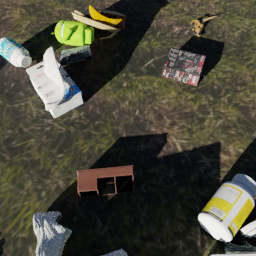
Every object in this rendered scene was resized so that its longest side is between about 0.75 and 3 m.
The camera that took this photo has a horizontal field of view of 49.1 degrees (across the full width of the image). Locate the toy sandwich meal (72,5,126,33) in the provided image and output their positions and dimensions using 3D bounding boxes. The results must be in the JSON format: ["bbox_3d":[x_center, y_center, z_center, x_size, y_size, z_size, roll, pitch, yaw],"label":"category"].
[{"bbox_3d":[-1.305,-5.214,13.122,2.639,0.904,2.639,17,20,-6],"label":"toy sandwich meal"}]

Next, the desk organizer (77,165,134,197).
[{"bbox_3d":[-0.728,1.801,9.423,1.893,0.679,0.729,-5,60,-3],"label":"desk organizer"}]

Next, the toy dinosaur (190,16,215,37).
[{"bbox_3d":[3.630,-5.185,14.101,0.893,0.508,1.682,32,68,-5],"label":"toy dinosaur"}]

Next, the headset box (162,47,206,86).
[{"bbox_3d":[2.530,-2.681,12.284,1.781,0.668,1.324,17,59,11],"label":"headset box"}]

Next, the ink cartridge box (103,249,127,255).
[{"bbox_3d":[-1.104,4.629,6.938,2.951,1.244,2.154,-16,77,-10],"label":"ink cartridge box"}]

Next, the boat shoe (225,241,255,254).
[{"bbox_3d":[3.526,3.585,8.412,1.216,0.443,0.376,-4,61,4],"label":"boat shoe"}]

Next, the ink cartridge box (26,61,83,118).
[{"bbox_3d":[-3.044,-1.720,11.582,1.381,0.808,2.381,-30,62,-18],"label":"ink cartridge box"}]

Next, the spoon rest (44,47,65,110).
[{"bbox_3d":[-2.812,-1.906,10.684,0.751,1.231,2.477,-1,73,-16],"label":"spoon rest"}]

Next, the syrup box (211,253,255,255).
[{"bbox_3d":[3.241,4.016,7.955,1.836,0.723,0.748,0,57,-1],"label":"syrup box"}]

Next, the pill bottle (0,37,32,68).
[{"bbox_3d":[-5.060,-3.349,12.580,1.618,0.896,0.896,36,64,21],"label":"pill bottle"}]

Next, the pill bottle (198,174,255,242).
[{"bbox_3d":[3.197,2.417,8.749,1.133,1.133,2.022,38,65,22],"label":"pill bottle"}]

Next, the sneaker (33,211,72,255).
[{"bbox_3d":[-2.173,3.419,8.314,1.063,0.833,2.139,-13,59,-12],"label":"sneaker"}]

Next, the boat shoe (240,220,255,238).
[{"bbox_3d":[4.546,3.096,8.566,2.200,0.792,0.723,-7,53,-14],"label":"boat shoe"}]

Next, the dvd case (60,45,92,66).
[{"bbox_3d":[-2.274,-3.215,12.301,1.339,0.220,1.781,-12,31,-3],"label":"dvd case"}]

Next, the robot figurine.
[{"bbox_3d":[-2.563,-4.454,13.179,1.875,1.085,1.645,9,36,7],"label":"robot figurine"}]
